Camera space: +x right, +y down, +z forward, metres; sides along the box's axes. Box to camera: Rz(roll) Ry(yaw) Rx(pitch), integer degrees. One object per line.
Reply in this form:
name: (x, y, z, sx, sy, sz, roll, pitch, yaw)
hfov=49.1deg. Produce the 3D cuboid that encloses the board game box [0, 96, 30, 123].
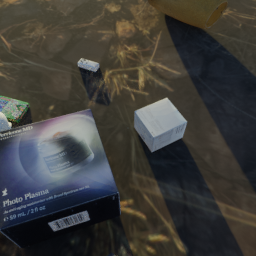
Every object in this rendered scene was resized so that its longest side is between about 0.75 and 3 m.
board game box: (-4.269, -0.690, 10.033, 1.212, 0.176, 0.816, 15, 55, 11)

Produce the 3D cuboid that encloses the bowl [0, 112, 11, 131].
bowl: (-4.098, 0.157, 8.782, 0.711, 1.583, 1.583, 8, 50, -28)

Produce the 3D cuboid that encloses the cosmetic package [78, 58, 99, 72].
cosmetic package: (-1.600, -2.558, 11.355, 0.819, 0.207, 0.338, 19, 57, 13)

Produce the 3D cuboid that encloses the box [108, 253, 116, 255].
box: (-0.555, 4.397, 4.979, 2.688, 1.537, 2.952, -28, 82, -18)

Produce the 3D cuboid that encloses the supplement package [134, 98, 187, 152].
supplement package: (1.025, -0.104, 9.155, 1.241, 0.912, 1.186, -24, 58, -16)

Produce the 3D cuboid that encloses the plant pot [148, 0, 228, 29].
plant pot: (2.841, -5.856, 12.422, 2.742, 2.742, 2.942, -37, 72, -23)

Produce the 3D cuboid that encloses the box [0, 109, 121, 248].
box: (-1.952, 1.275, 7.685, 2.816, 1.735, 2.793, -16, 55, -11)
